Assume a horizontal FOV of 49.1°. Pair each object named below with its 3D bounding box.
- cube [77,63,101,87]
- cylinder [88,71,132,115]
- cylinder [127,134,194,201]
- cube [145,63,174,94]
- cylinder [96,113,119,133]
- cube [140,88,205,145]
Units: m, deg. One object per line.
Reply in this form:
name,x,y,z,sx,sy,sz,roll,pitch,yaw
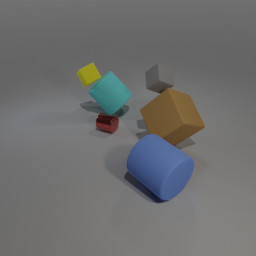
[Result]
cube,-1.670,-2.244,11.900,0.700,0.700,0.700,-32,9,-17
cylinder,-0.801,-1.553,12.482,1.400,1.400,1.400,-41,15,14
cylinder,0.916,1.097,8.014,1.400,1.400,1.400,-23,43,-35
cube,1.096,-1.705,9.722,0.700,0.700,0.700,13,-26,-33
cylinder,-0.829,-0.222,11.304,0.700,0.700,0.700,13,31,24
cube,1.545,-0.338,9.796,1.400,1.400,1.400,7,55,-47
